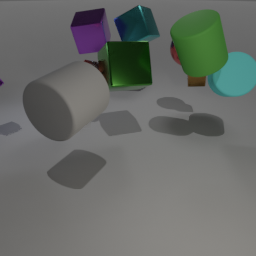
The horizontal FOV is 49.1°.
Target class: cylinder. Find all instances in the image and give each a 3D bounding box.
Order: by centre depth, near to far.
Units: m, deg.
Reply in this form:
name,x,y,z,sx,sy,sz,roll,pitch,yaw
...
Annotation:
name,x,y,z,sx,sy,sz,roll,pitch,yaw
cylinder,-1.346,-0.632,6.301,1.400,1.400,1.400,14,34,24
cylinder,2.108,-2.468,8.226,1.400,1.400,1.400,-18,42,16
cylinder,3.485,-1.757,9.452,1.400,1.400,1.400,4,7,8

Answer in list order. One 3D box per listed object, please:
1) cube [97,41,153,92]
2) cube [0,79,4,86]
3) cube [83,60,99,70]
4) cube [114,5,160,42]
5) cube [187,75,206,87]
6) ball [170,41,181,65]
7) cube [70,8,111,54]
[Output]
name,x,y,z,sx,sy,sz,roll,pitch,yaw
cube,-0.137,-2.008,9.333,1.400,1.400,1.400,-6,3,-18
cube,-4.593,-1.525,9.142,0.700,0.700,0.700,-42,24,-17
cube,-1.354,-1.950,10.150,0.700,0.700,0.700,54,28,15
cube,0.440,-4.653,13.025,1.400,1.400,1.400,-17,7,30
cube,2.792,-2.165,11.418,0.700,0.700,0.700,0,42,9
ball,2.351,-3.117,10.962,1.400,1.400,1.400,0,28,0
cube,-1.645,-4.384,12.707,1.400,1.400,1.400,-5,46,8
